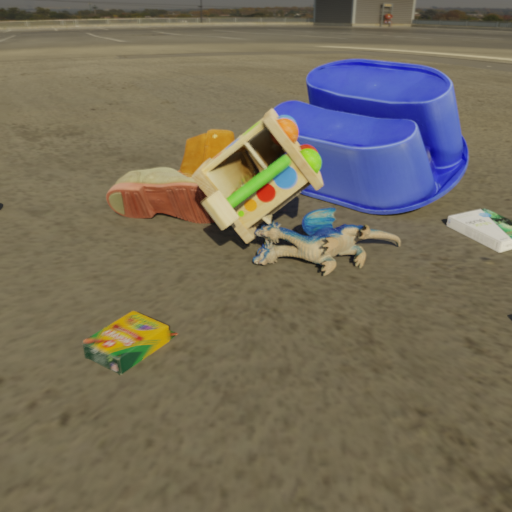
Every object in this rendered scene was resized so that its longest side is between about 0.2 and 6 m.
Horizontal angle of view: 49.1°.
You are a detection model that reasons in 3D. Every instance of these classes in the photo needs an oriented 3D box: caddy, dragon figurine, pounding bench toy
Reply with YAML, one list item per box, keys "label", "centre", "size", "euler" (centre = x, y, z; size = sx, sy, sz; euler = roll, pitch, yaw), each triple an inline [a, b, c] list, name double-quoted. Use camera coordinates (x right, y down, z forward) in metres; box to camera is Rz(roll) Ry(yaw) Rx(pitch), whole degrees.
- label: "caddy"
  centre: [2.606, -2.715, 13.312]
  size: [4.690, 2.462, 3.315]
  euler: [23, 61, 38]
- label: "dragon figurine"
  centre: [1.328, -0.356, 10.433]
  size: [2.878, 0.847, 1.431]
  euler: [-17, 31, -28]
- label: "pounding bench toy"
  centre: [0.128, -1.436, 9.896]
  size: [1.948, 1.551, 2.497]
  euler: [-36, 13, 14]

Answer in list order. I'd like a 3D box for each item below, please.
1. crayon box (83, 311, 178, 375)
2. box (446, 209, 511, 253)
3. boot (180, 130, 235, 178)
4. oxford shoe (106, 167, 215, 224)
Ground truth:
- label: "crayon box"
  centre: [-1.772, 1.171, 7.986]
  size: [0.733, 0.293, 1.155]
  euler: [16, 30, 30]
- label: "box"
  centre: [4.827, -0.549, 11.475]
  size: [1.064, 0.268, 1.474]
  euler: [-13, 30, -23]
- label: "boot"
  centre: [-0.585, -2.107, 12.985]
  size: [2.523, 0.888, 1.806]
  euler: [2, 69, 14]
- label: "oxford shoe"
  centre: [-1.630, -1.475, 12.079]
  size: [3.122, 1.105, 1.152]
  euler: [6, 48, 11]
